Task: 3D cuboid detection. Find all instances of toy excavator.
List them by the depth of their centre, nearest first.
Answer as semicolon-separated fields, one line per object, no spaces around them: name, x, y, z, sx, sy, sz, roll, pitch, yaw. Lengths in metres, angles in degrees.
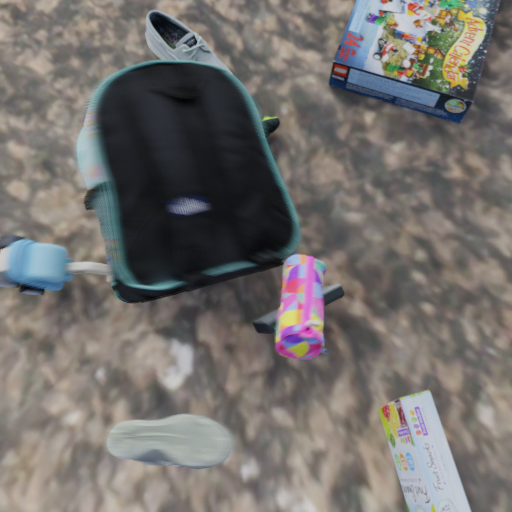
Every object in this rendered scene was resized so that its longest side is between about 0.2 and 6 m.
toy excavator;-3.402;0.220;9.872;1.761;1.712;0.880;-4;73;27

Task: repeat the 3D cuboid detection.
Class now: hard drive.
hard drive;0.715;0.919;9.660;1.456;1.016;0.239;-25;89;-15

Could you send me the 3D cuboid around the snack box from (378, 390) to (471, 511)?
snack box;2.596;3.266;8.722;0.547;1.467;2.063;-12;69;-5

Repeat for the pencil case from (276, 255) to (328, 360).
pencil case;0.664;0.699;7.951;0.718;0.718;1.624;4;44;2

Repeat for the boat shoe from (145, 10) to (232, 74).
boat shoe;-1.488;-4.373;12.049;2.527;0.900;0.881;41;74;14

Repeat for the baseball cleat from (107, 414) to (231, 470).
baseball cleat;-1.037;2.498;7.495;1.909;1.016;0.666;-3;62;27

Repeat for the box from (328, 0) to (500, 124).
box;3.679;-5.286;12.453;2.973;0.820;4.352;18;70;7

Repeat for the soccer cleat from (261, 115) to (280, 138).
soccer cleat;-0.316;-2.122;11.362;2.070;0.699;0.839;-32;92;-13

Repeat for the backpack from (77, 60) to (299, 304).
backpack;-1.300;-1.234;9.293;3.140;2.739;3.573;-15;90;-22
